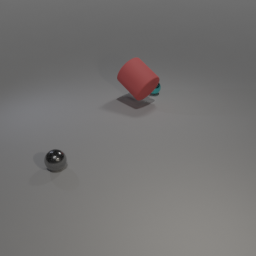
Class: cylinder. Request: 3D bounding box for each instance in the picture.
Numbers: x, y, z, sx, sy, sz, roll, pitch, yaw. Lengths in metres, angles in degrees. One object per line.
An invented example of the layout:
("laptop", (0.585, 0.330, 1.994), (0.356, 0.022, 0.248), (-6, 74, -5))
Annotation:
("cylinder", (0.464, -2.215, 12.706), (1.400, 1.400, 1.400), (-29, 70, -41))

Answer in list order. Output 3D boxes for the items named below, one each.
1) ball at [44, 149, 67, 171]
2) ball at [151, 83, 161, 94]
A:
("ball", (-2.323, 1.027, 8.978), (0.700, 0.700, 0.700), (0, 30, 0))
("ball", (1.324, -2.071, 14.282), (0.700, 0.700, 0.700), (0, 30, 0))
